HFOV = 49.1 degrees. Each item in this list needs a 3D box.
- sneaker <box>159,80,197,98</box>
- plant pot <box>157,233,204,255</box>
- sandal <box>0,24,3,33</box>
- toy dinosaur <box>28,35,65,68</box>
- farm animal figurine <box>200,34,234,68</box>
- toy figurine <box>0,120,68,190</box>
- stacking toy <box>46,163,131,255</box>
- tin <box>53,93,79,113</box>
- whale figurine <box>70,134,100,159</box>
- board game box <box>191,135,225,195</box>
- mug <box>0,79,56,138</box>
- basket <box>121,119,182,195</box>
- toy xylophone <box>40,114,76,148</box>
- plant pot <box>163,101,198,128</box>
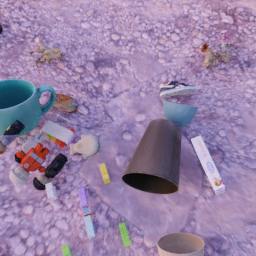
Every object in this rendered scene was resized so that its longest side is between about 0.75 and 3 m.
[{"bbox_3d":[2.140,-1.755,12.083,1.587,0.622,0.630,-7,69,-2],"label":"sneaker"},{"bbox_3d":[1.693,4.088,8.853,1.462,1.462,0.981,-5,93,-3],"label":"plant pot"},{"bbox_3d":[-7.616,-4.638,13.489,2.907,0.696,1.092,-27,66,-13],"label":"sandal"},{"bbox_3d":[-3.835,-3.455,12.981,1.315,0.757,2.600,-35,49,-22],"label":"toy dinosaur"},{"bbox_3d":[4.071,-3.490,12.948,1.564,0.786,1.263,-22,84,-14],"label":"farm animal figurine"},{"bbox_3d":[-3.503,1.014,9.871,2.176,2.210,1.538,39,86,21],"label":"toy figurine"},{"bbox_3d":[-1.419,2.916,9.706,2.249,0.701,2.983,-17,65,-8],"label":"stacking toy"},{"bbox_3d":[-2.686,-1.032,11.887,1.240,0.260,0.694,20,66,13],"label":"tin"},{"bbox_3d":[-1.660,0.739,10.923,1.239,0.643,0.986,-15,72,19],"label":"whale figurine"},{"bbox_3d":[2.839,1.355,9.813,0.378,1.835,1.839,-25,67,11],"label":"board game box"},{"bbox_3d":[-4.248,-0.627,10.729,2.676,1.654,2.198,3,40,5],"label":"mug"},{"bbox_3d":[1.055,0.983,10.190,2.126,1.603,2.358,-4,51,34],"label":"basket"},{"bbox_3d":[-2.765,0.088,11.298,1.476,0.371,1.081,32,68,15],"label":"toy xylophone"},{"bbox_3d":[2.018,-0.514,11.201,1.377,1.377,0.927,11,97,5],"label":"plant pot"}]
